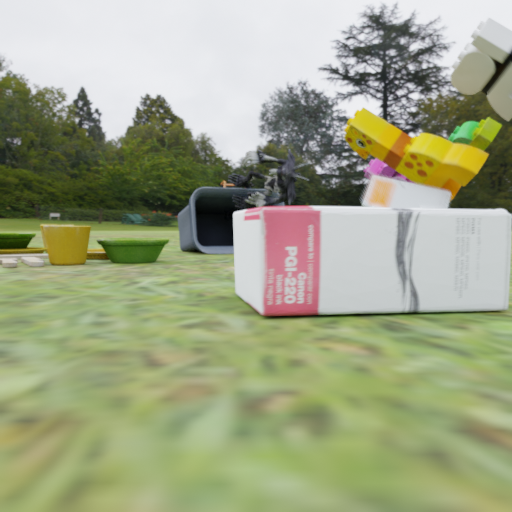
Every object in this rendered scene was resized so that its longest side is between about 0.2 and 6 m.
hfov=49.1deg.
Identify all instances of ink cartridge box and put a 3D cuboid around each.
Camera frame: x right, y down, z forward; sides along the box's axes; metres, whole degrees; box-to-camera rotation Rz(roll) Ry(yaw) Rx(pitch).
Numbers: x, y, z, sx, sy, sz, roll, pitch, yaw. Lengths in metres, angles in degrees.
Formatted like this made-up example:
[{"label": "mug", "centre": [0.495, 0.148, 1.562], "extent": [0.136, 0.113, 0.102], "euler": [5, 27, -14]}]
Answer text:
[{"label": "ink cartridge box", "centre": [0.603, 0.003, 3.284], "extent": [1.361, 0.577, 0.991], "euler": [-2, 3, -10]}]

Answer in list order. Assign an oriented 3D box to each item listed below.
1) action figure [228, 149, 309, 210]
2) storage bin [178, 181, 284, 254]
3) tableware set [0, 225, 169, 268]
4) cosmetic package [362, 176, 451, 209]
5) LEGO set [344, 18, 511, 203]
[{"label": "action figure", "centre": [0.124, -1.145, 8.723], "extent": [0.767, 0.894, 1.504], "euler": [2, -11, -36]}, {"label": "storage bin", "centre": [-0.532, -0.587, 9.715], "extent": [1.740, 1.266, 1.169], "euler": [-2, -7, -30]}, {"label": "tableware set", "centre": [-2.777, -0.236, 7.913], "extent": [2.471, 0.563, 3.668], "euler": [-1, 3, -28]}, {"label": "cosmetic package", "centre": [1.860, -0.620, 7.000], "extent": [0.986, 0.500, 0.351], "euler": [15, -27, 16]}, {"label": "LEGO set", "centre": [2.093, -1.453, 7.788], "extent": [1.665, 1.548, 4.057], "euler": [35, -22, 7]}]
